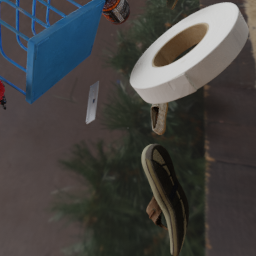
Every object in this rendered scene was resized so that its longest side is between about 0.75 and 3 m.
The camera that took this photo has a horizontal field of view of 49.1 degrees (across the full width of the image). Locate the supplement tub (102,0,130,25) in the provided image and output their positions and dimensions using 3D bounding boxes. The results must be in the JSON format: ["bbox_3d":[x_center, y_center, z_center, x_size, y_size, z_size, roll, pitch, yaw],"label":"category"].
[{"bbox_3d":[-0.594,-4.249,9.386,0.952,1.780,0.952,-1,86,17],"label":"supplement tub"}]

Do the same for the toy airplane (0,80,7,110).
[{"bbox_3d":[-3.468,-1.411,7.064,0.368,2.001,2.001,-23,58,-18],"label":"toy airplane"}]

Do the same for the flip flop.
[{"bbox_3d":[0.611,1.327,5.149,0.632,2.197,0.891,-11,20,30],"label":"flip flop"}]

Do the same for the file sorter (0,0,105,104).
[{"bbox_3d":[-2.349,-2.588,7.740,1.829,2.068,2.981,33,50,4],"label":"file sorter"}]

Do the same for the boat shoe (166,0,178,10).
[{"bbox_3d":[1.250,-3.440,7.060,0.321,0.869,0.329,-5,34,-41],"label":"boat shoe"}]

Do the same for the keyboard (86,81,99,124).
[{"bbox_3d":[-0.966,-0.718,7.700,0.363,0.069,1.289,-22,53,35],"label":"keyboard"}]

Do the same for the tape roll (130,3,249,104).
[{"bbox_3d":[1.242,-1.661,6.207,2.747,0.502,2.747,-32,29,20],"label":"tape roll"}]

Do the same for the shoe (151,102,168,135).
[{"bbox_3d":[0.827,-0.439,7.543,0.328,0.430,1.231,16,67,-33],"label":"shoe"}]
